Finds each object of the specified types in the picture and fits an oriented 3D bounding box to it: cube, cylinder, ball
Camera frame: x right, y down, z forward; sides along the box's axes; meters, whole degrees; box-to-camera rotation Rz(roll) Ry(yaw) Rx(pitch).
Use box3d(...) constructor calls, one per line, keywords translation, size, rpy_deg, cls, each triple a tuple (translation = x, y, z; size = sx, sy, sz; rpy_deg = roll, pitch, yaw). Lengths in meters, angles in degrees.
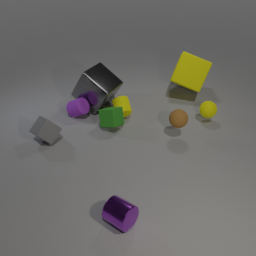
box3d(translation=(2.898, -2.601, 13.115), size=(1.400, 1.400, 1.400), rpy_deg=(23, 11, 2), cls="cube")
box3d(translation=(-0.252, -0.884, 11.723), size=(0.700, 0.700, 0.700), rpy_deg=(-10, 72, -16), cls="cylinder")
box3d(translation=(-2.996, 0.067, 10.196), size=(0.700, 0.700, 0.700), rpy_deg=(21, 77, 45), cls="cube")
box3d(translation=(-1.337, -1.729, 12.239), size=(1.400, 1.400, 1.400), rpy_deg=(41, 41, 1), cls="cube")
box3d(translation=(-0.194, 2.191, 7.215), size=(0.700, 0.700, 0.700), rpy_deg=(20, 38, 33), cls="cylinder")
box3d(translation=(-2.107, -0.867, 11.806), size=(0.700, 0.700, 0.700), rpy_deg=(-12, 22, 36), cls="cylinder")
box3d(translation=(1.854, -0.346, 10.276), size=(0.700, 0.700, 0.700), rpy_deg=(0, 33, 0), cls="ball")
box3d(translation=(-0.646, -0.432, 11.015), size=(0.700, 0.700, 0.700), rpy_deg=(0, 13, 32), cls="cube")
box3d(translation=(3.269, -0.753, 11.421), size=(0.700, 0.700, 0.700), rpy_deg=(0, 33, 0), cls="ball")
